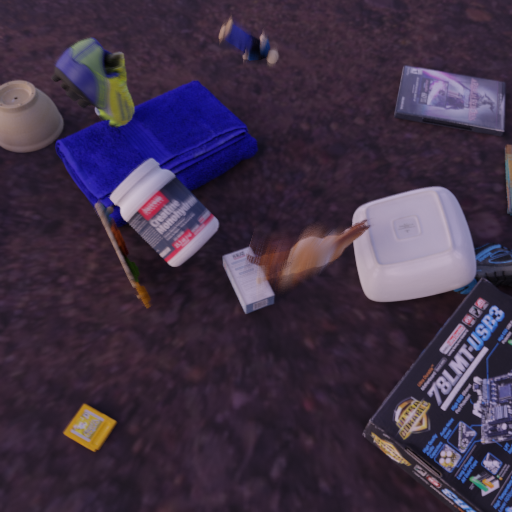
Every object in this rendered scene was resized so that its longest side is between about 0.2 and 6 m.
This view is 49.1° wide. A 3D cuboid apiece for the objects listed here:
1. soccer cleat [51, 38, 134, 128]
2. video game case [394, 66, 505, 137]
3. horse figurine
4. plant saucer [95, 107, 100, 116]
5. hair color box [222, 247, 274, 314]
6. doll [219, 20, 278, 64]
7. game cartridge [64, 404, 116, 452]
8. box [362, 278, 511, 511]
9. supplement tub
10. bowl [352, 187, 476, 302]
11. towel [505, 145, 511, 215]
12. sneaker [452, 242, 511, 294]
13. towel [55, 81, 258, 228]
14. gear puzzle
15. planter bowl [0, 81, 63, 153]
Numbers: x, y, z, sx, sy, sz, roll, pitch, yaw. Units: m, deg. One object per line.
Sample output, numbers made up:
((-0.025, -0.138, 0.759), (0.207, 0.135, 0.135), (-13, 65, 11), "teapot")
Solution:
((-2.599, -3.035, 9.970), (1.122, 2.683, 0.867), (-45, 86, 5), "soccer cleat")
((4.267, -3.425, 12.290), (2.268, 0.215, 1.620), (12, 57, 9), "video game case")
((0.788, -0.027, 8.653), (1.999, 1.325, 0.499), (-11, 79, -48), "horse figurine")
((-3.130, -3.157, 12.122), (0.678, 0.170, 0.678), (0, 56, -1), "plant saucer")
((-0.141, 0.406, 9.591), (0.527, 0.323, 1.065), (-19, 59, -13), "hair color box")
((-0.073, -3.675, 9.773), (1.097, 0.749, 0.266), (22, 71, -28), "doll")
((-2.449, 2.538, 8.273), (0.583, 0.095, 0.514), (22, 59, 16), "game cartridge")
((3.717, 2.338, 7.997), (3.140, 0.786, 3.164), (36, 63, 22), "box")
((-1.484, -0.695, 9.147), (1.556, 1.092, 1.092), (46, 63, -8), "supplement tub")
((2.602, -0.302, 9.476), (1.958, 0.731, 1.955), (-12, 57, 14), "bowl")
((5.569, -1.411, 10.927), (1.358, 0.201, 1.851), (10, 55, 7), "towel")
((4.296, 0.112, 9.527), (2.078, 0.761, 0.851), (-1, 56, -1), "sneaker")
((-1.987, -2.203, 11.048), (3.437, 0.851, 2.538), (-30, 61, -19), "towel")
((-2.162, 0.009, 9.365), (0.248, 0.982, 1.896), (-25, 76, -12), "gear puzzle")
((-4.810, -2.966, 11.522), (1.418, 0.954, 1.418), (0, 56, -1), "planter bowl")
